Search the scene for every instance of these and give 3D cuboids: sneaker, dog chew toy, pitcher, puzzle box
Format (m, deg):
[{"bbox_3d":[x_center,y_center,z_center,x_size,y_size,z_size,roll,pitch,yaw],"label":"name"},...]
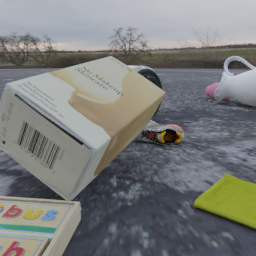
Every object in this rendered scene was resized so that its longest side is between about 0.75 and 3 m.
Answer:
[{"bbox_3d":[0.627,0.103,6.288,1.283,0.500,0.527,1,15,5],"label":"sneaker"},{"bbox_3d":[4.114,-1.690,12.739,0.864,0.864,1.388,-9,9,-32],"label":"dog chew toy"},{"bbox_3d":[4.838,-1.887,11.077,2.372,2.035,1.438,9,-5,35],"label":"pitcher"},{"bbox_3d":[-1.644,1.109,2.832,2.056,0.261,1.368,2,14,7],"label":"puzzle box"}]

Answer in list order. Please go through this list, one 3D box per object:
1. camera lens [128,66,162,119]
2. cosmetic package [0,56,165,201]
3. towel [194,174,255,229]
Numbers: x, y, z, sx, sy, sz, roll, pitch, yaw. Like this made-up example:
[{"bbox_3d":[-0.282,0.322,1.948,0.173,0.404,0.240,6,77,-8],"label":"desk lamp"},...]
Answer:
[{"bbox_3d":[-0.128,-1.040,8.403,1.642,1.642,2.053,-14,19,-42],"label":"camera lens"},{"bbox_3d":[-0.542,-0.253,4.528,1.446,0.977,2.748,34,30,7],"label":"cosmetic package"},{"bbox_3d":[2.051,1.043,3.205,2.369,0.214,1.019,12,18,40],"label":"towel"}]
